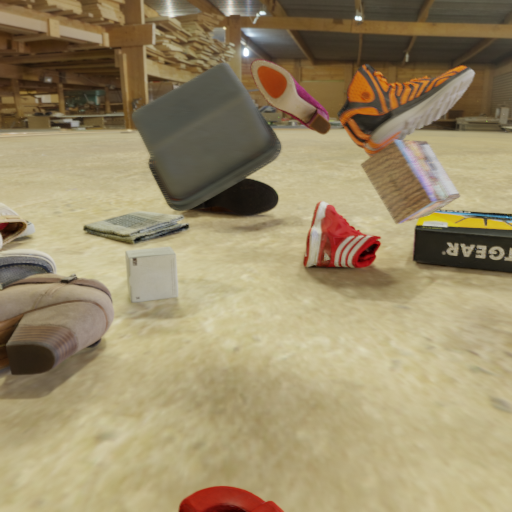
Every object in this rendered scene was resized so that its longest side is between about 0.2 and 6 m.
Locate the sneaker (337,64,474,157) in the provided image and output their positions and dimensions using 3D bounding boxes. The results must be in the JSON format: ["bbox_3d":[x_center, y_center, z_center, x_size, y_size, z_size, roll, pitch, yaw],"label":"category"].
[{"bbox_3d":[2.590,-2.986,10.051,2.602,1.009,1.458,-32,71,-15],"label":"sneaker"}]

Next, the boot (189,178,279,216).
[{"bbox_3d":[-0.775,-1.716,16.127,2.829,1.029,3.005,-7,9,3],"label":"boot"}]

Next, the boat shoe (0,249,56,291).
[{"bbox_3d":[-3.982,0.607,7.977,2.380,0.889,1.104,-18,28,-25],"label":"boat shoe"}]

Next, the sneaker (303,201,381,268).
[{"bbox_3d":[1.757,-0.320,11.220,1.404,0.953,2.431,11,30,8],"label":"sneaker"}]

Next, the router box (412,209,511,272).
[{"bbox_3d":[4.670,-0.330,11.111,2.869,0.733,2.140,6,17,19],"label":"router box"}]

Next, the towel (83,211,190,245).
[{"bbox_3d":[-2.803,-0.737,13.233,1.921,0.332,1.850,13,21,35],"label":"towel"}]

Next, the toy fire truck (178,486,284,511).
[{"bbox_3d":[-0.631,1.948,3.336,1.451,1.060,1.648,-16,33,-41],"label":"toy fire truck"}]

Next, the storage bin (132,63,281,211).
[{"bbox_3d":[-0.894,-2.050,8.989,2.163,1.453,1.574,-29,61,-2],"label":"storage bin"}]

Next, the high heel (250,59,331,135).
[{"bbox_3d":[0.806,-3.978,13.942,2.542,0.857,1.222,41,17,-22],"label":"high heel"}]

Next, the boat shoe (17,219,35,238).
[{"bbox_3d":[-6.233,-0.803,12.636,2.467,0.785,0.872,2,17,7],"label":"boat shoe"}]

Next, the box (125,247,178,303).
[{"bbox_3d":[-1.681,0.292,8.986,0.759,0.755,0.496,-5,17,-18],"label":"box"}]

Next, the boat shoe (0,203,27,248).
[{"bbox_3d":[-5.441,-0.401,11.199,0.816,0.869,2.358,25,28,1],"label":"boat shoe"}]

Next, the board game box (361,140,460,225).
[{"bbox_3d":[2.675,-1.288,9.614,0.728,1.199,1.504,-35,-13,35],"label":"board game box"}]

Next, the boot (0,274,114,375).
[{"bbox_3d":[-3.238,0.766,7.028,2.793,0.981,2.042,8,17,-3],"label":"boot"}]
